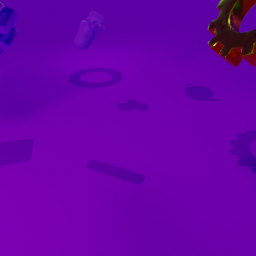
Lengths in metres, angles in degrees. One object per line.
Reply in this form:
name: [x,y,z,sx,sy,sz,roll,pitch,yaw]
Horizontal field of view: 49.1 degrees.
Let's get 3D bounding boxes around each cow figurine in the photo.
cow figurine: [-0.864,-2.125,6.200,0.494,0.899,0.885,23,17,-25]

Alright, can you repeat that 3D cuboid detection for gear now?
gear: [-1.833,-1.318,2.973,1.300,1.300,0.240,14,66,18]
gear: [1.790,-1.564,3.769,0.280,1.515,1.515,26,24,-31]
